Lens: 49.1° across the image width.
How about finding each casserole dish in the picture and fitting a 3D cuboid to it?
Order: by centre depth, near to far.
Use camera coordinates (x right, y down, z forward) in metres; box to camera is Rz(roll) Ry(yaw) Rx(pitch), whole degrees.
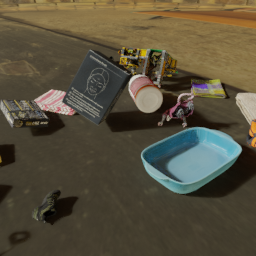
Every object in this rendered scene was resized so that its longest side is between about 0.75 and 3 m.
[{"bbox_3d":[1.720,0.841,7.606,2.984,0.579,1.807,-21,35,-34],"label":"casserole dish"}]

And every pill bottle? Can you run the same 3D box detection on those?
[{"bbox_3d":[0.632,-1.459,11.182,1.055,1.055,1.868,-6,31,-10],"label":"pill bottle"}]

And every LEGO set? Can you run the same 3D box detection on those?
[{"bbox_3d":[0.831,-2.698,13.371,2.978,1.725,2.290,12,2,14],"label":"LEGO set"}]

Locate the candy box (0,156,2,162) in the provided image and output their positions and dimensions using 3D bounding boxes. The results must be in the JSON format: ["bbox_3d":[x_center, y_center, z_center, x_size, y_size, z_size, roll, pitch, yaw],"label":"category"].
[{"bbox_3d":[-4.832,0.908,7.572,2.344,0.310,1.198,-21,45,-32],"label":"candy box"}]

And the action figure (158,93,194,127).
[{"bbox_3d":[1.594,-0.581,9.629,0.962,1.070,1.436,3,-4,-13],"label":"action figure"}]

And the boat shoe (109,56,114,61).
[{"bbox_3d":[-1.007,-3.854,16.165,0.380,0.313,1.106,0,29,0],"label":"boat shoe"}]

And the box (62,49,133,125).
[{"bbox_3d":[-1.006,-1.371,9.428,1.485,2.001,1.072,33,16,1],"label":"box"}]

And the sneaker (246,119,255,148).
[{"bbox_3d":[4.574,0.030,8.721,2.291,0.889,1.284,-22,38,-34],"label":"sneaker"}]

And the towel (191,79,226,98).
[{"bbox_3d":[3.592,-1.827,12.671,1.439,0.228,2.003,4,30,9],"label":"towel"}]

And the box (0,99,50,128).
[{"bbox_3d":[-3.596,-0.521,9.729,1.230,0.375,1.526,-1,30,-41],"label":"box"}]

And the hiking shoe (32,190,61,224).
[{"bbox_3d":[-1.727,1.768,6.291,0.432,0.325,0.857,21,44,18],"label":"hiking shoe"}]

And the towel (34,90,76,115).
[{"bbox_3d":[-2.707,-1.122,11.332,2.166,0.324,1.585,11,31,19],"label":"towel"}]

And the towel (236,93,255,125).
[{"bbox_3d":[5.159,-0.735,10.524,1.693,0.441,2.555,1,30,3],"label":"towel"}]
